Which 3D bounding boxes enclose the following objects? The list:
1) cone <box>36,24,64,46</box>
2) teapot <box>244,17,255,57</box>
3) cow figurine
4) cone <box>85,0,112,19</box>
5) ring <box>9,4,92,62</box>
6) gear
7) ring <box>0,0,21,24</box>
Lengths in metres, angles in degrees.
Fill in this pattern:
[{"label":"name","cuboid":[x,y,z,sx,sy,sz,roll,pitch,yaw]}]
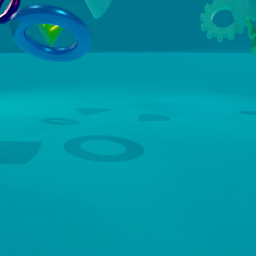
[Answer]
[{"label":"cone","cuboid":[-2.608,-3.936,10.392,1.303,1.298,1.298,-33,27,-15]},{"label":"teapot","cuboid":[3.591,-2.196,6.857,1.137,0.895,1.828,-36,52,-17]},{"label":"cow figurine","cuboid":[3.293,-3.862,8.492,1.473,1.497,0.822,-2,-10,-27]},{"label":"cone","cuboid":[-1.232,-4.362,9.082,1.120,1.116,1.116,24,1,-34]},{"label":"ring","cuboid":[-1.803,-2.167,6.636,1.887,0.377,1.887,1,-19,0]},{"label":"gear","cuboid":[3.376,-3.858,9.872,1.576,1.576,0.292,6,-6,19]},{"label":"ring","cuboid":[-3.852,-3.881,8.837,1.277,1.277,0.255,11,-7,33]}]
